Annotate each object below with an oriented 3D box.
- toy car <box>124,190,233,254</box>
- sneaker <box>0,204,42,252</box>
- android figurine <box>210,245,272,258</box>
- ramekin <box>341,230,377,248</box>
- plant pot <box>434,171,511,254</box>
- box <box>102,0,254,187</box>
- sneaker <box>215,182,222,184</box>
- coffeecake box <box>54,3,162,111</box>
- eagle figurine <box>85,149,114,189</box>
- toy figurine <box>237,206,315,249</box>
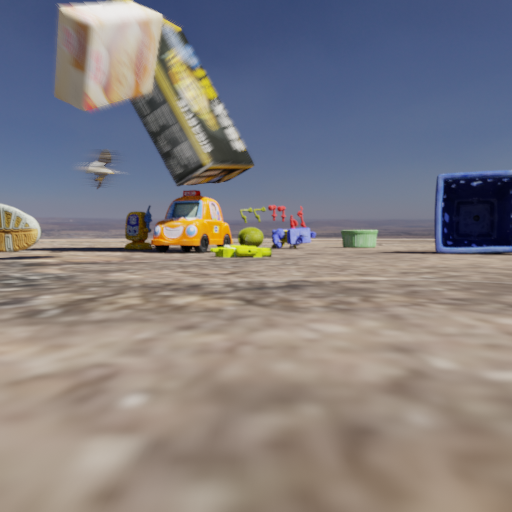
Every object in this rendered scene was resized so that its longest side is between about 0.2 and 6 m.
[{"bbox_3d":[-2.084,-0.691,11.565,3.674,1.223,1.802,3,3,40],"label":"toy car"},{"bbox_3d":[-5.265,-0.556,11.491,2.531,0.957,1.110,2,2,23],"label":"sneaker"},{"bbox_3d":[-0.246,-0.066,8.680,0.922,0.189,0.840,1,2,-9],"label":"android figurine"},{"bbox_3d":[2.711,-0.441,14.753,0.958,0.468,0.958,0,2,0],"label":"ramekin"},{"bbox_3d":[3.992,-0.704,10.149,1.431,1.430,1.286,1,-4,19],"label":"plant pot"},{"bbox_3d":[-1.516,-3.074,11.039,0.850,3.446,2.751,-29,0,17],"label":"box"},{"bbox_3d":[-1.397,-2.954,13.210,1.069,2.652,1.106,-21,15,15],"label":"sneaker"},{"bbox_3d":[-1.754,-2.412,6.714,0.480,1.008,1.313,27,34,14],"label":"coffeecake box"},{"bbox_3d":[-2.823,-1.598,10.155,0.513,0.516,0.680,-12,-18,-7],"label":"eagle figurine"},{"bbox_3d":[0.723,-0.647,13.548,2.062,1.088,1.235,-3,8,-33],"label":"toy figurine"}]
